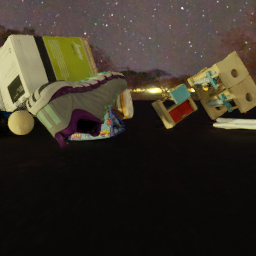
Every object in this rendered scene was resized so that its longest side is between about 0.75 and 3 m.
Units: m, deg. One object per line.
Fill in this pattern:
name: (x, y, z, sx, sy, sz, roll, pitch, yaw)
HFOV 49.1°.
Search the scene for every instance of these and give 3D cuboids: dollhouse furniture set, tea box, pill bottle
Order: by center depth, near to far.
dollhouse furniture set: (2.056, -0.695, 7.436, 2.074, 1.453, 1.462, -34, 4, -17)
tea box: (-2.805, -1.545, 9.176, 2.659, 1.806, 2.703, -15, -6, -45)
pill bottle: (-0.738, -0.702, 9.370, 1.709, 0.995, 0.995, -7, 6, 9)

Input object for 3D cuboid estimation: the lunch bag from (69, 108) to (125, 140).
lunch bag: (-0.646, -0.017, 6.287, 0.959, 0.599, 1.274, -5, -6, 11)

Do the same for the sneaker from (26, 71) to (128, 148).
sneaker: (-0.652, -0.345, 5.151, 0.893, 1.051, 2.400, -38, -7, 38)

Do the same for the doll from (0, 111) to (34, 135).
doll: (-3.367, -0.180, 6.541, 2.713, 0.657, 1.851, 7, 4, 21)

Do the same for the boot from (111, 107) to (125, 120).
boot: (-0.748, -0.612, 8.426, 1.198, 0.460, 0.930, 4, 31, -20)

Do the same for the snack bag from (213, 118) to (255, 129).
snack bag: (3.776, -0.072, 7.377, 2.501, 0.284, 2.652, 3, 3, 29)
